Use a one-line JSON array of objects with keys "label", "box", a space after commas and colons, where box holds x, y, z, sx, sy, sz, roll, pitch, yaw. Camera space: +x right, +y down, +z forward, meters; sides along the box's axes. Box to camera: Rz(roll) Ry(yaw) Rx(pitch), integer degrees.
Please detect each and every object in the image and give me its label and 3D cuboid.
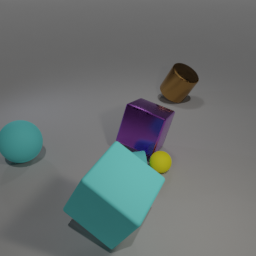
[{"label": "cylinder", "box": [2.477, -2.185, 13.622, 1.400, 1.400, 1.400, 16, 46, -17]}, {"label": "cylinder", "box": [0.217, 1.103, 8.768, 0.700, 0.700, 0.700, -8, 29, -3]}, {"label": "cube", "box": [0.625, -0.072, 9.715, 1.400, 1.400, 1.400, 23, 21, 15]}, {"label": "ball", "box": [-3.533, 0.441, 9.216, 1.400, 1.400, 1.400, 0, 29, 0]}, {"label": "ball", "box": [1.033, 1.077, 8.890, 0.700, 0.700, 0.700, 0, 29, 0]}, {"label": "cube", "box": [-0.304, 1.452, 6.123, 1.400, 1.400, 1.400, 38, 42, 3]}]
